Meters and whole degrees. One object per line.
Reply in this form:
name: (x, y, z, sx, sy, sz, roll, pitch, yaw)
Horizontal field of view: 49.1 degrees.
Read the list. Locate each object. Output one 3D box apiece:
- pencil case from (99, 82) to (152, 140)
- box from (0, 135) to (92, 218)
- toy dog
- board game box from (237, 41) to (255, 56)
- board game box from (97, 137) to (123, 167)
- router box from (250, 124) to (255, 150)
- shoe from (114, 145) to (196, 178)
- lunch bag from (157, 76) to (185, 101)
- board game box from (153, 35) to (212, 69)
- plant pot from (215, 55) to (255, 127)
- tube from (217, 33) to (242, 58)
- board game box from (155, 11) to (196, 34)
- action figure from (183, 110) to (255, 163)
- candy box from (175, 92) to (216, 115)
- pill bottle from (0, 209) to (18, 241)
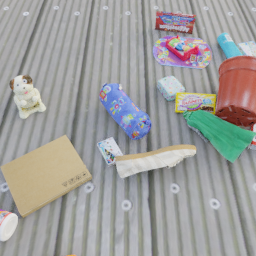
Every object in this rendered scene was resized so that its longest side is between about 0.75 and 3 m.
pencil case: (-0.129, -0.732, 10.920, 1.112, 0.999, 2.561, -51, 59, 20)
box: (-2.890, 1.567, 9.871, 2.584, 0.275, 2.112, -28, 58, -18)
toy dog: (-4.061, -1.405, 11.223, 1.082, 1.550, 1.503, -16, 56, -12)
board game box: (6.036, -3.718, 13.704, 0.869, 0.221, 1.293, -12, 55, -9)
board game box: (-0.650, 0.872, 10.431, 0.651, 0.178, 1.031, -22, 57, -15)
router box: (5.369, 0.406, 10.679, 1.292, 0.316, 1.160, 14, 55, 10)
shoe: (1.011, 1.147, 9.834, 2.933, 1.026, 0.783, -9, 79, -8)
lunch bag: (1.885, -1.723, 12.137, 0.916, 0.440, 1.142, -21, 57, -17)
board game box: (2.697, -3.957, 13.667, 2.912, 0.567, 2.300, 8, 55, 5)
plant pot: (4.397, -1.304, 10.873, 2.146, 2.146, 2.087, 16, 68, 11)
tube: (5.030, -3.641, 13.501, 0.872, 0.568, 2.253, -16, 60, -2)
board game box: (2.410, -5.436, 14.450, 1.977, 1.018, 0.192, 9, 56, 7)
action figure: (3.236, 0.064, 10.662, 1.653, 0.765, 2.799, -38, 56, -22)
candy box: (2.772, -1.014, 11.533, 1.626, 0.215, 0.831, 3, 85, 2)
pill bottle: (-4.262, 2.841, 8.615, 1.472, 0.820, 0.820, 15, 56, 10)
